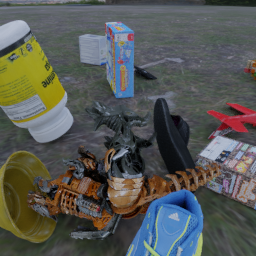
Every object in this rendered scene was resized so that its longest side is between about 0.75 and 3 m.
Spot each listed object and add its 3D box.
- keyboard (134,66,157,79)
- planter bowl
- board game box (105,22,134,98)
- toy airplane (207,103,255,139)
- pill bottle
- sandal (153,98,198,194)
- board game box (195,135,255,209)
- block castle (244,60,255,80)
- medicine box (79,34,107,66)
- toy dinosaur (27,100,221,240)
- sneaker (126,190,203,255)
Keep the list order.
[{"bbox_3d":[0.615,-2.309,11.935,0.746,0.284,1.433,13,20,-28],"label":"keyboard"},{"bbox_3d":[-1.753,1.146,4.466,0.605,1.454,1.454,-20,26,11],"label":"planter bowl"},{"bbox_3d":[-0.334,-2.501,10.090,0.624,2.234,2.187,-6,28,-10],"label":"board game box"},{"bbox_3d":[3.409,-0.235,7.650,2.952,0.543,2.952,0,28,0],"label":"toy airplane"},{"bbox_3d":[-2.383,-0.979,6.598,1.484,2.639,1.484,-16,35,12],"label":"pill bottle"},{"bbox_3d":[1.041,0.323,5.956,0.577,0.905,2.409,-2,48,-15],"label":"sandal"},{"bbox_3d":[2.167,0.819,5.559,1.369,0.663,1.091,20,34,33],"label":"board game box"},{"bbox_3d":[5.557,-2.284,11.353,0.964,0.677,1.443,-14,33,-32],"label":"block castle"},{"bbox_3d":[-1.649,-3.719,13.345,1.155,1.268,0.653,15,32,25],"label":"medicine box"},{"bbox_3d":[-0.121,0.830,4.721,2.977,1.520,2.020,6,56,-9],"label":"toy dinosaur"},{"bbox_3d":[0.193,1.661,3.238,0.999,1.385,2.637,14,31,24],"label":"sneaker"}]
